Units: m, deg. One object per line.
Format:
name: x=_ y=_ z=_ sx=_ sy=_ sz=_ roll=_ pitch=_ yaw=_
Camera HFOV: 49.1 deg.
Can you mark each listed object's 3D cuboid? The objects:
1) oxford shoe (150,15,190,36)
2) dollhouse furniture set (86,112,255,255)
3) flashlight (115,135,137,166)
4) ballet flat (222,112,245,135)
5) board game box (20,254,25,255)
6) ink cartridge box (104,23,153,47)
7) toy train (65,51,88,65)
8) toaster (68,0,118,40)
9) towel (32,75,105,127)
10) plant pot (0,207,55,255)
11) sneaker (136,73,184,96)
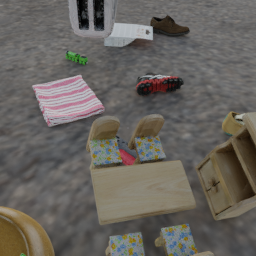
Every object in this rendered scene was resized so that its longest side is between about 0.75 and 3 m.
oxford shoe: x=1.801 y=-4.438 z=12.098 sx=1.814 sy=0.766 sz=0.659 roll=16 pitch=40 yaw=16
dollhouse furniture set: x=0.857 y=0.797 z=4.372 sx=2.714 sy=1.803 sz=2.378 roll=-3 pitch=58 yaw=-19
flashlight: x=0.073 y=0.791 z=5.900 sx=1.905 sy=0.647 sz=0.645 roll=31 pitch=15 yaw=36
ballet flat: x=3.335 y=0.023 z=6.780 sx=1.978 sy=0.624 sz=0.679 roll=10 pitch=41 yaw=12
board game box: x=-1.324 y=2.974 z=3.039 sx=1.698 sy=0.367 sz=2.523 roll=29 pitch=45 yaw=8
ink cartridge box: x=0.046 y=-3.869 z=11.698 sx=1.940 sy=0.458 sz=1.553 roll=5 pitch=39 yaw=0
toy train: x=-1.881 y=-2.566 z=10.178 sx=1.052 sy=0.297 sz=0.219 roll=25 pitch=45 yaw=26
toaster: x=-0.979 y=-3.803 z=8.022 sx=1.415 sy=2.490 sz=1.609 roll=3 pitch=56 yaw=-4
towel: x=-1.786 y=-0.911 z=8.149 sx=1.605 sy=0.328 sz=2.193 roll=-17 pitch=42 yaw=-20
plant pot: x=-2.581 y=2.322 z=4.178 sx=2.904 sy=0.399 sz=2.904 roll=0 pitch=40 yaw=0
sneaker: x=0.929 y=-1.415 z=8.586 sx=1.513 sy=0.535 sz=0.739 roll=-9 pitch=42 yaw=-9
